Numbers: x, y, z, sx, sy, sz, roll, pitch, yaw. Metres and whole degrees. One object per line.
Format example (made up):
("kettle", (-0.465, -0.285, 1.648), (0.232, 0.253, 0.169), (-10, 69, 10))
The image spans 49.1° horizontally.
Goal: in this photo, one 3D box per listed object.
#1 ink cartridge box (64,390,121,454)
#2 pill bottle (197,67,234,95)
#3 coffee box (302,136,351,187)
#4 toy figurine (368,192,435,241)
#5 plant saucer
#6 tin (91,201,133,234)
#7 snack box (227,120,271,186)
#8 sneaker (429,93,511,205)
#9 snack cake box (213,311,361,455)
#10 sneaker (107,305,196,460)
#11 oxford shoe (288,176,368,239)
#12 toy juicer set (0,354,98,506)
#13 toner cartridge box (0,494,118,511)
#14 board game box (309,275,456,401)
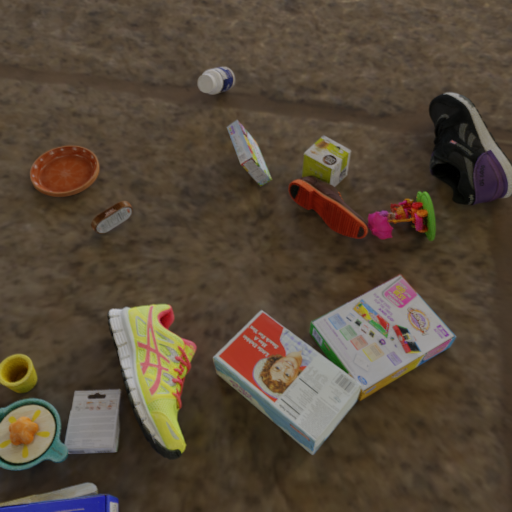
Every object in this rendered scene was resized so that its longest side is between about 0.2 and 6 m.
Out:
("ink cartridge box", (-2.728, 2.795, 9.465), (0.829, 0.258, 1.030), (-2, 49, -1))
("pill bottle", (-1.038, -4.448, 14.266), (0.608, 0.608, 1.094), (22, 30, 15))
("coffee box", (1.575, -2.068, 12.666), (0.777, 0.778, 0.769), (34, 61, 22))
("toy figurine", (2.965, -0.820, 11.801), (1.261, 1.029, 1.370), (-8, 32, 6))
("plant saucer", (-4.390, -1.931, 12.905), (1.538, 0.248, 1.538), (0, 53, 1))
("tin", (-3.034, -0.802, 11.836), (0.936, 0.524, 0.196), (-35, 71, -14))
("snack box", (-0.161, -2.334, 12.746), (0.348, 0.934, 1.313), (-29, 54, 14))
("sneaker", (4.495, -2.514, 12.802), (1.391, 1.203, 3.178), (-16, 55, -5))
("snack cake box", (0.506, 2.124, 9.616), (2.226, 0.748, 1.280), (36, 63, 23))
("sneaker", (-1.588, 1.937, 9.523), (1.343, 1.163, 2.975), (-16, 55, -14))
("oxford shoe", (1.678, -1.139, 12.053), (0.745, 0.731, 2.053), (-34, 62, -31))
("toy juicer set", (-3.973, 3.045, 8.933), (1.791, 0.766, 2.816), (-30, 60, -20))
("toner cartridge box", (-3.781, 4.440, 7.762), (3.610, 0.779, 1.715), (-5, 62, -3))
("board game box", (2.301, 1.449, 10.307), (2.108, 0.425, 1.613), (-25, 58, -17))
